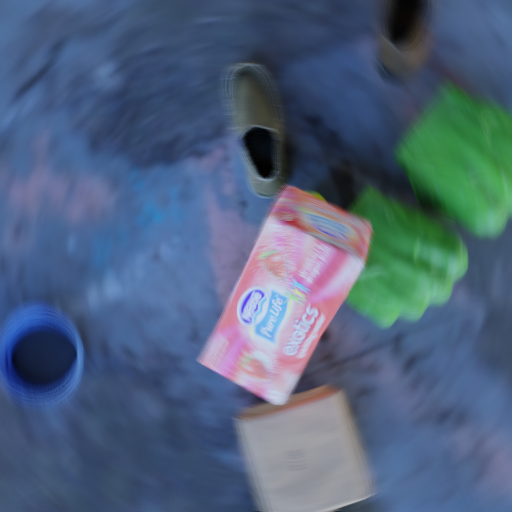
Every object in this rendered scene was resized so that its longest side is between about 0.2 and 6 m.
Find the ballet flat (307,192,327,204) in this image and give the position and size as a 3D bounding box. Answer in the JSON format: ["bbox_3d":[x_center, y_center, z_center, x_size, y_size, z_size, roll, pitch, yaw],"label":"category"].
[{"bbox_3d":[0.616,0.002,9.277,0.759,0.762,2.273,16,87,21],"label":"ballet flat"}]

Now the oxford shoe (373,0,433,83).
[{"bbox_3d":[2.521,-4.576,9.281,1.101,1.279,3.029,-2,85,6],"label":"oxford shoe"}]

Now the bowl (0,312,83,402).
[{"bbox_3d":[-3.592,1.677,9.367,1.476,0.290,1.476,-1,85,8],"label":"bowl"}]

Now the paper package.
[{"bbox_3d":[0.754,3.169,9.071,1.669,0.906,1.751,-17,86,-1],"label":"paper package"}]

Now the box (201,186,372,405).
[{"bbox_3d":[0.413,0.593,8.311,1.437,1.325,2.800,28,119,3],"label":"box"}]

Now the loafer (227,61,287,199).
[{"bbox_3d":[0.066,-2.184,9.382,0.896,0.830,2.382,-15,87,-1],"label":"loafer"}]

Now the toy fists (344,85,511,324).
[{"bbox_3d":[2.828,-0.711,9.091,2.011,1.356,3.944,39,89,9],"label":"toy fists"}]
